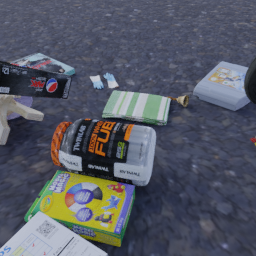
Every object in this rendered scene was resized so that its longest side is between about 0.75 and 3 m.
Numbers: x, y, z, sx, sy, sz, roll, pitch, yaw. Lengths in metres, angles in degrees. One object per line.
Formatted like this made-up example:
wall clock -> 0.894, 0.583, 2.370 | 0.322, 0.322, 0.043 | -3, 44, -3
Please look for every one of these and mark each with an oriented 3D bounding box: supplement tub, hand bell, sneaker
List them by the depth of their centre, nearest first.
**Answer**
sneaker -> 2.930, -1.138, 4.930 | 0.780, 2.598, 1.355 | -4, 45, -8
supplement tub -> -0.561, 0.551, 6.925 | 2.364, 1.448, 1.448 | 7, 39, 10
hand bell -> 1.684, -1.015, 9.865 | 0.826, 0.430, 0.430 | 16, 40, 36

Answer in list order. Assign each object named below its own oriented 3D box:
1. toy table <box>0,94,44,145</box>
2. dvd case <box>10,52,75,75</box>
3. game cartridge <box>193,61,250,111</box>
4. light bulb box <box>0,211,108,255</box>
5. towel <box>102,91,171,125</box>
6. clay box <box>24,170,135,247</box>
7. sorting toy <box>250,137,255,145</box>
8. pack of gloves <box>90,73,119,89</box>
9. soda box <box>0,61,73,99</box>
toy table -> -3.633, -0.694, 8.236 | 2.225, 2.046, 1.303 | -7, 32, -45
dvd case -> -3.739, -2.435, 11.656 | 2.525, 0.278, 1.843 | 27, 46, 31
game cartridge -> 3.883, -1.655, 10.501 | 1.852, 0.578, 2.781 | 20, 42, 30
light bulb box -> -1.398, 2.580, 4.719 | 1.608, 1.003, 1.594 | 21, 44, 26
towel -> 0.335, -0.716, 9.527 | 2.118, 0.248, 1.615 | 7, 39, 11
clay box -> -1.070, 1.684, 6.232 | 2.240, 0.533, 1.287 | 10, 39, 11
sorting toy -> 4.009, 0.392, 8.173 | 0.938, 0.159, 0.452 | -15, 41, -19
pack of gloves -> -0.953, -1.905, 11.035 | 0.932, 0.219, 1.109 | -10, 39, -14
soda box -> -2.389, -1.146, 6.813 | 0.748, 0.669, 2.113 | 20, 11, 30
